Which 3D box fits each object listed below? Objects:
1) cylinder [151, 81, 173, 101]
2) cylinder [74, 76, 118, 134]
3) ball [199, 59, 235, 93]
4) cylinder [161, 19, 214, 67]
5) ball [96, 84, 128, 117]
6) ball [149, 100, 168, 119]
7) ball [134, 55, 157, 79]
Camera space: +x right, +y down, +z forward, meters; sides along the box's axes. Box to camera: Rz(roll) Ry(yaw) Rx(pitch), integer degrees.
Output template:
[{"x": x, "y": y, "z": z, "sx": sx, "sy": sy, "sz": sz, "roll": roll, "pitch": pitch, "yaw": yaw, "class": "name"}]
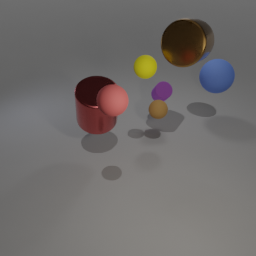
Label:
[{"x": 1.348, "y": -1.434, "z": 11.216, "sx": 0.700, "sy": 0.700, "sz": 0.700, "roll": -6, "pitch": -7, "yaw": -10, "class": "cylinder"}, {"x": -1.007, "y": -0.735, "z": 9.171, "sx": 1.400, "sy": 1.400, "sz": 1.400, "roll": 3, "pitch": 54, "yaw": -4, "class": "cylinder"}, {"x": 3.674, "y": -2.141, "z": 11.597, "sx": 1.400, "sy": 1.400, "sz": 1.400, "roll": 0, "pitch": 31, "yaw": 0, "class": "ball"}, {"x": 1.920, "y": -2.726, "z": 8.918, "sx": 1.400, "sy": 1.400, "sz": 1.400, "roll": 14, "pitch": 25, "yaw": 22, "class": "cylinder"}, {"x": -0.340, "y": -0.600, "z": 6.130, "sx": 0.700, "sy": 0.700, "sz": 0.700, "roll": 0, "pitch": 31, "yaw": 0, "class": "ball"}, {"x": 1.097, "y": -0.676, "z": 10.178, "sx": 0.700, "sy": 0.700, "sz": 0.700, "roll": 0, "pitch": 31, "yaw": 0, "class": "ball"}, {"x": 0.517, "y": -1.828, "z": 8.387, "sx": 0.700, "sy": 0.700, "sz": 0.700, "roll": 0, "pitch": 31, "yaw": 0, "class": "ball"}]
